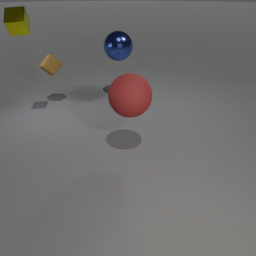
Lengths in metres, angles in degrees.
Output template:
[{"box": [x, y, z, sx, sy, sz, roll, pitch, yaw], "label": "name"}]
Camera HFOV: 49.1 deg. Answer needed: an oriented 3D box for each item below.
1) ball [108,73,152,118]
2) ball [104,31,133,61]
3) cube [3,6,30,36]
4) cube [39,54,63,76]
[{"box": [0.069, -1.025, 8.857, 1.400, 1.400, 1.400, 0, 28, 0], "label": "ball"}, {"box": [-0.467, -3.936, 13.463, 1.400, 1.400, 1.400, 0, 28, 0], "label": "ball"}, {"box": [-3.974, -3.825, 10.043, 0.700, 0.700, 0.700, -6, 69, -3], "label": "cube"}, {"box": [-3.594, -2.922, 12.998, 0.700, 0.700, 0.700, -58, 32, -7], "label": "cube"}]
